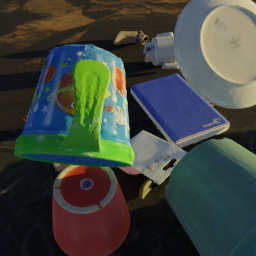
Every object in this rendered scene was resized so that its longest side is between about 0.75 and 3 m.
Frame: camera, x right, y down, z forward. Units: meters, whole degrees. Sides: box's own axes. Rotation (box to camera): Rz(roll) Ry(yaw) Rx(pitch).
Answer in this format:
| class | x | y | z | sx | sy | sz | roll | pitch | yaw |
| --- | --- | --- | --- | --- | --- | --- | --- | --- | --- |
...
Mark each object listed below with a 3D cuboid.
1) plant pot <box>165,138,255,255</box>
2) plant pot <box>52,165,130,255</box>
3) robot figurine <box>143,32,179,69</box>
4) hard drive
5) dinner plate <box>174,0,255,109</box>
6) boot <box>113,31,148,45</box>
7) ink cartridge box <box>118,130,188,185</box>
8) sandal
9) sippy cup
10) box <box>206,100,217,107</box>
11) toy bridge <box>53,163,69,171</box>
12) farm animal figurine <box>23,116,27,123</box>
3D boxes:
| class | x | y | z | sx | sy | sz | roll | pitch | yaw |
| --- | --- | --- | --- | --- | --- | --- | --- | --- | --- |
| plant pot | 2.255 | 1.720 | 5.402 | 2.748 | 2.748 | 2.692 | -19 | 40 | -18 |
| plant pot | -0.840 | 1.665 | 6.058 | 1.789 | 1.583 | 1.789 | 0 | 43 | 0 |
| robot figurine | 1.612 | -3.126 | 11.307 | 1.939 | 1.095 | 1.644 | -6 | 78 | -6 |
| hard drive | 1.611 | -0.711 | 9.344 | 1.974 | 0.380 | 2.993 | -18 | 47 | -18 |
| dinner plate | 2.517 | -1.943 | 6.673 | 2.966 | 0.360 | 2.966 | 2 | 82 | -13 |
| boot | 0.178 | -4.016 | 12.644 | 1.121 | 0.539 | 1.533 | 24 | 48 | 22 |
| ink cartridge box | 0.605 | 0.828 | 7.609 | 1.697 | 0.425 | 1.376 | 29 | 51 | 34 |
| sandal | 0.727 | 1.345 | 7.181 | 0.359 | 0.499 | 1.258 | 23 | 58 | 30 |
| sippy cup | -0.835 | -0.342 | 5.005 | 2.609 | 2.049 | 1.912 | -7 | 73 | 40 |
| box | 2.895 | -1.131 | 9.896 | 0.909 | 0.228 | 0.916 | -19 | 47 | -18 |
| toy bridge | -1.352 | 0.797 | 7.920 | 1.571 | 0.214 | 0.528 | -31 | 52 | -28 |
| farm animal figurine | -2.782 | -0.097 | 8.735 | 0.881 | 0.443 | 0.711 | -11 | 64 | -15 |
